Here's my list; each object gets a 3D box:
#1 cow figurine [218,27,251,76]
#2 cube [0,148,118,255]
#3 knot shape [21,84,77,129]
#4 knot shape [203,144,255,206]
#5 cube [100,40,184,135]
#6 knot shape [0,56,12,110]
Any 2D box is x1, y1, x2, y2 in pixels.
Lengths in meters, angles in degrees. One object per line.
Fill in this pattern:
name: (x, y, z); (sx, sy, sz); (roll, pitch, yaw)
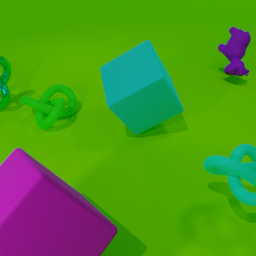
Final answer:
cow figurine: (3.492, -2.370, 8.887); (0.756, 1.376, 1.354); (2, 41, -33)
cube: (-1.218, 1.255, 3.545); (1.318, 1.318, 1.318); (-51, 30, -14)
knot shape: (-2.013, -0.656, 7.564); (1.372, 0.677, 1.466); (-31, 48, -33)
knot shape: (1.868, 0.709, 4.677); (1.195, 0.590, 1.277); (11, 24, 12)
cube: (0.317, -0.923, 6.634); (1.347, 1.347, 1.347); (-26, 50, 16)
knot shape: (-3.766, -1.335, 7.630); (1.423, 1.520, 0.702); (-55, 29, -6)
